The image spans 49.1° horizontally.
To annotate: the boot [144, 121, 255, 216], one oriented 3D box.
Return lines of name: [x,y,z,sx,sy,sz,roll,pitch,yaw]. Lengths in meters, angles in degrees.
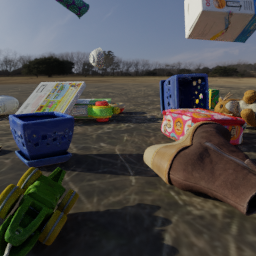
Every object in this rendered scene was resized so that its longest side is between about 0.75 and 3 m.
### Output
boot: [1.881,0.667,5.302,2.670,0.966,2.221,-14,24,-39]

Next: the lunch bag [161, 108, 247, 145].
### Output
lunch bag: [2.333,-0.048,8.566,2.032,0.945,2.307,0,11,-24]

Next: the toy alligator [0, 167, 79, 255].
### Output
toy alligator: [-1.234,1.128,3.344,0.818,0.593,2.469,32,12,-2]

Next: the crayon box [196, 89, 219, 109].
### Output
crayon box: [4.636,-1.762,16.419,0.527,1.075,1.810,-2,12,-12]

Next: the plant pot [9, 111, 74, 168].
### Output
plant pot: [-1.987,0.242,6.502,1.207,1.085,1.207,-8,13,-35]

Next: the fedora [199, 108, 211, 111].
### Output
fedora: [3.225,-0.576,12.272,0.977,0.399,0.977,-2,18,1]

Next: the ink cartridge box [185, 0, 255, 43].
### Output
ink cartridge box: [2.470,-3.141,7.322,1.711,1.259,1.237,1,-15,-5]

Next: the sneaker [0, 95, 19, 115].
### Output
sneaker: [-6.237,-0.867,12.855,2.565,0.980,1.032,-16,29,-38]

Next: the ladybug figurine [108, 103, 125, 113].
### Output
ladybug figurine: [-0.607,-0.996,14.121,0.903,0.478,1.330,5,12,23]

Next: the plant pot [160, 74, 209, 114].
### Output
plant pot: [2.578,-1.524,13.397,1.933,1.932,1.737,-6,5,-26]

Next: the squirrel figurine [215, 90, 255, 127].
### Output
squirrel figurine: [4.440,-0.577,10.233,2.272,1.722,2.434,-5,-7,32]

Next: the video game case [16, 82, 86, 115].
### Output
video game case: [-3.306,-1.152,12.035,2.323,0.292,2.553,2,44,19]

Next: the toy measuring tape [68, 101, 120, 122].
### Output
toy measuring tape: [-1.550,-0.669,11.651,2.496,0.918,0.918,-3,12,-10]

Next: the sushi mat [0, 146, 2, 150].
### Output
sushi mat: [-4.476,0.548,7.385,2.141,0.130,1.025,5,13,23]

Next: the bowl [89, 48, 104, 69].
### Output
bowl: [-1.322,-2.835,11.379,0.394,0.839,0.839,-8,14,-30]

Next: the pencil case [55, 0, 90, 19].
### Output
pencil case: [-1.829,-3.940,8.576,1.276,0.543,0.590,29,23,-35]

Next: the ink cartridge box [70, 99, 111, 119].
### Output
ink cartridge box: [-2.027,-0.894,12.869,2.511,0.745,1.304,-1,14,-1]
